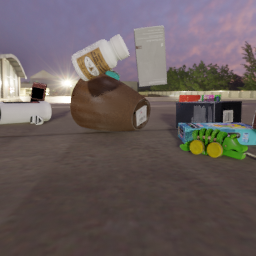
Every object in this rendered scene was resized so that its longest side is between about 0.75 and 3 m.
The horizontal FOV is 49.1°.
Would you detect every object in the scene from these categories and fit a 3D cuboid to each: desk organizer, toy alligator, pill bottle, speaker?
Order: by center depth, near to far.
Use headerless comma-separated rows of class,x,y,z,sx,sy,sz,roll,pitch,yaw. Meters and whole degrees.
toy alligator,2.141,0.334,6.239,2.209,0.599,0.655,6,9,43
pill bottle,-0.658,-1.736,6.870,1.284,0.734,0.734,-24,2,13
speaker,-5.125,-0.774,13.703,1.068,1.068,2.631,6,9,42
desk organizer,-4.815,-1.344,14.824,0.712,1.986,0.765,10,22,-14

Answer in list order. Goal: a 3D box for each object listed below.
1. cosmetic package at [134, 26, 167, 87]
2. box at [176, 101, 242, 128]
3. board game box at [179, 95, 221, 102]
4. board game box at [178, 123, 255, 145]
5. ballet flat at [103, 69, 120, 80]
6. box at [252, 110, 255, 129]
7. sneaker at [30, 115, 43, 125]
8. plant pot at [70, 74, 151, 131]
cosmetic package,1.027,-3.282,12.857,1.378,2.579,1.163,-7,20,3
box,3.131,-0.491,10.915,1.827,1.126,1.812,-5,9,-37
board game box,3.234,-0.816,12.660,1.819,1.392,0.367,2,8,25
board game box,2.617,0.143,8.380,2.043,0.479,1.543,0,7,3
ballet flat,-1.071,-2.585,12.722,1.511,0.561,0.561,31,-2,-17
box,4.532,-0.506,6.634,1.767,1.749,2.130,-3,21,-25
sneaker,-4.175,-0.383,13.139,0.503,0.466,1.240,6,3,-36
plant pot,-0.464,-0.771,10.284,2.412,2.254,2.254,19,16,33
